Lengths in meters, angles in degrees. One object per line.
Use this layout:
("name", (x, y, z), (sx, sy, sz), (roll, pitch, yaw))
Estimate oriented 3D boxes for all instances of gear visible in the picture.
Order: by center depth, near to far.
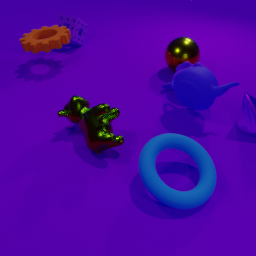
("gear", (-2.657, -2.892, 9.059), (1.567, 0.290, 1.567), (-5, 40, 4))

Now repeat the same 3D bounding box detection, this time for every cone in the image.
("cone", (2.888, -0.517, 6.594), (0.917, 0.920, 0.917), (-25, 35, 19))

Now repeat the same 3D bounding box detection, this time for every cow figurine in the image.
("cow figurine", (-0.898, -0.084, 6.441), (1.473, 0.822, 1.497), (-17, 74, 26))

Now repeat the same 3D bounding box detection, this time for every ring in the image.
("ring", (0.974, 0.799, 5.474), (1.579, 0.316, 1.579), (8, 55, -11))

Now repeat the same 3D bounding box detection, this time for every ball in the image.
("ball", (1.725, -2.318, 8.911), (1.129, 1.129, 1.129), (0, 40, 0))

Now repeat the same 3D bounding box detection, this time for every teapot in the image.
("teapot", (1.783, -1.030, 6.953), (0.899, 1.142, 1.837), (-44, 37, -25))

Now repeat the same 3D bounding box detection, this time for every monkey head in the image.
("monkey head", (1.824, -1.307, 8.096), (1.569, 1.128, 0.945), (12, 79, 29))

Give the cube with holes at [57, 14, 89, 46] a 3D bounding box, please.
("cube with holes", (-2.103, -3.649, 10.452), (0.808, 0.808, 0.808), (19, 8, 18))
